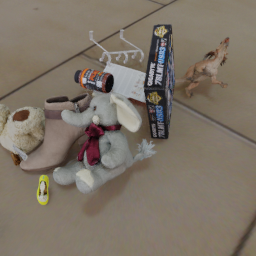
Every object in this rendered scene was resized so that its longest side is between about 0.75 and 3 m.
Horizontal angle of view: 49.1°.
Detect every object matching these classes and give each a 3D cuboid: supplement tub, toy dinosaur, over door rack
[{"bbox_3d":[-1.126,-1.560,9.121,1.249,0.668,0.668,15,49,21],"label":"supplement tub"},{"bbox_3d":[2.529,-2.008,9.611,2.273,0.975,1.540,-17,44,31],"label":"toy dinosaur"},{"bbox_3d":[-0.482,-3.139,11.079,1.529,0.690,2.070,-11,47,-24],"label":"over door rack"}]

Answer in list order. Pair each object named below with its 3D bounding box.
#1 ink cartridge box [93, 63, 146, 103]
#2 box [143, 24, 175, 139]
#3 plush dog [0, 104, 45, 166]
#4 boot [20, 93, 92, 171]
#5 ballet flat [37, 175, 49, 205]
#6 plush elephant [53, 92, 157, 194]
[{"bbox_3d":[-0.055,-1.513,10.025,1.953,0.490,1.584,19,49,3],"label":"ink cartridge box"},{"bbox_3d":[0.978,-1.271,8.111,0.595,2.395,2.378,2,58,12],"label":"box"},{"bbox_3d":[-2.715,-0.013,8.022,2.048,1.644,1.759,7,28,38],"label":"plush dog"},{"bbox_3d":[-1.890,0.046,7.495,2.448,1.790,0.860,-20,37,-17],"label":"boot"},{"bbox_3d":[-2.074,1.551,6.811,0.279,0.835,0.280,4,16,-12],"label":"ballet flat"},{"bbox_3d":[-0.670,0.113,6.896,2.671,2.068,2.200,-21,6,-23],"label":"plush elephant"}]
